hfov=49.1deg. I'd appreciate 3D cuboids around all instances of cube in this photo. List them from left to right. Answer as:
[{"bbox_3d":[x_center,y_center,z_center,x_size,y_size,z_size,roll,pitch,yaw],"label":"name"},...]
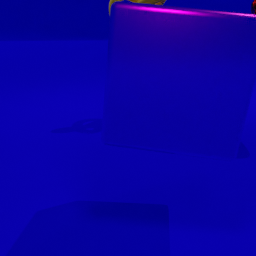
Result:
[{"bbox_3d":[0.523,-0.577,3.193,1.356,1.356,1.356,7,18,4],"label":"cube"}]

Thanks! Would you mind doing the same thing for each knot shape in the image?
[{"bbox_3d":[0.288,-2.816,7.325,1.642,1.537,0.759,-19,53,-12],"label":"knot shape"}]

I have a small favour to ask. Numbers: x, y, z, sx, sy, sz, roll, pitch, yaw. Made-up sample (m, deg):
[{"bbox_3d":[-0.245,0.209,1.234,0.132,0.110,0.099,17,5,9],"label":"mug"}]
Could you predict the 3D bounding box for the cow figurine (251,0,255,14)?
[{"bbox_3d":[2.840,-3.102,6.327,1.158,1.140,0.636,24,40,6],"label":"cow figurine"}]
